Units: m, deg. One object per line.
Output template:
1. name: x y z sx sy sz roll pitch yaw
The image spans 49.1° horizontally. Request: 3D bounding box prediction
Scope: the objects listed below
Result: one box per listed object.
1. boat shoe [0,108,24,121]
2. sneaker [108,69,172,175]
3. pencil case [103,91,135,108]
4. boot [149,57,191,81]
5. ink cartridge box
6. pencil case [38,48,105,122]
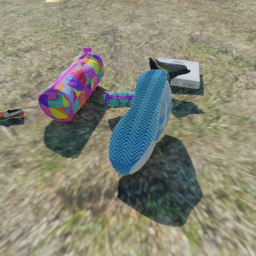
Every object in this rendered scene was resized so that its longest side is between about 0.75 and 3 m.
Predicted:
1. boat shoe: -3.491 -0.424 8.204 0.841 0.263 0.299 -8 51 -13
2. sneaker: 0.473 -0.061 6.883 1.097 1.158 2.867 8 58 29
3. pencil case: -0.108 -0.856 8.294 1.222 0.565 0.520 -4 73 -16
4. boot: 1.351 -2.020 9.369 0.954 0.534 1.379 -18 47 -11
5. ink cartridge box: 1.802 -2.035 10.226 1.583 0.347 1.598 9 39 6
6. pencil case: -1.660 -1.402 8.723 1.227 1.227 2.776 9 41 11
